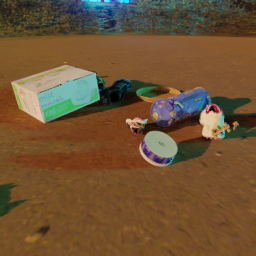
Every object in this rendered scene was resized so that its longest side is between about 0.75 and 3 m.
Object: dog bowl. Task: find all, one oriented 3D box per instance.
[{"bbox_3d":[0.906,0.598,8.286,1.056,0.416,1.056,14,41,-13],"label":"dog bowl"}]

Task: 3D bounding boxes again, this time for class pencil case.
[{"bbox_3d":[2.202,-0.896,11.207,2.871,1.120,1.247,-20,-15,-40],"label":"pencil case"}]

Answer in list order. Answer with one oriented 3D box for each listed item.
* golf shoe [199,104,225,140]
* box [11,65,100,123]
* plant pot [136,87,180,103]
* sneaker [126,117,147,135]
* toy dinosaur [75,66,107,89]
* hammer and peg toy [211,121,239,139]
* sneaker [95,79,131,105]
[{"bbox_3d":[3.187,-0.457,10.428,0.911,1.107,2.419,2,22,7],"label":"golf shoe"},{"bbox_3d":[-3.161,-1.660,12.367,2.852,1.379,2.517,-29,36,-34],"label":"box"},{"bbox_3d":[1.533,-1.682,14.243,2.247,0.309,2.247,0,23,0],"label":"plant pot"},{"bbox_3d":[0.252,-0.039,10.044,0.529,0.569,1.317,8,-6,-15],"label":"sneaker"},{"bbox_3d":[-1.918,-2.348,14.619,1.938,1.458,2.855,4,15,-28],"label":"toy dinosaur"},{"bbox_3d":[3.072,0.007,8.942,0.865,0.305,0.636,-32,-4,19],"label":"hammer and peg toy"},{"bbox_3d":[-0.491,-1.722,13.709,1.005,0.905,2.580,19,37,33],"label":"sneaker"}]
